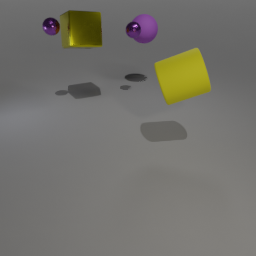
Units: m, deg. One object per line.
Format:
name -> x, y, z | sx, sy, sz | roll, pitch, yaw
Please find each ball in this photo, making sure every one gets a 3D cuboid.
ball -> 0.802, -4.978, 14.086 | 1.400, 1.400, 1.400 | 0, 29, 0
ball -> 0.236, -4.321, 12.346 | 0.700, 0.700, 0.700 | 0, 29, 0
ball -> -3.129, -4.134, 11.417 | 0.700, 0.700, 0.700 | 0, 29, 0

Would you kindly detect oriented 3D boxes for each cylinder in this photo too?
cylinder -> 1.690, -1.585, 8.736 | 1.400, 1.400, 1.400 | -18, 26, 13

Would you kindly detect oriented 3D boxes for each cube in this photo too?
cube -> -2.021, -4.163, 12.008 | 1.400, 1.400, 1.400 | -9, 15, -27
